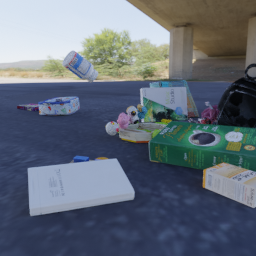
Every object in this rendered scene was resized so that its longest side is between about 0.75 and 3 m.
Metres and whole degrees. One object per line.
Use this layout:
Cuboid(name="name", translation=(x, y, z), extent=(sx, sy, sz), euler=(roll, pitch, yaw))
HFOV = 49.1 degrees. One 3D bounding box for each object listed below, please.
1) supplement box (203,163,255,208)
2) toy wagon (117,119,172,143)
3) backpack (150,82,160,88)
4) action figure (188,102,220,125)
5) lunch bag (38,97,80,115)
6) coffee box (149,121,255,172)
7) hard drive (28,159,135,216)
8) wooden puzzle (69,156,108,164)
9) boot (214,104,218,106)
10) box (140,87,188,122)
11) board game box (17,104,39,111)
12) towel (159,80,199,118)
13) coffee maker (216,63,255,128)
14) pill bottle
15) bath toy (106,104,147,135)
Cuboid(name="supplement box", translation=(2.077, 1.039, 5.322), extent=(0.690, 0.403, 1.095), euler=(-10, 16, -37))
Cuboid(name="toy wagon", translation=(0.761, 0.058, 9.808), extent=(1.757, 0.448, 2.265), euler=(11, 16, 41))
Cuboid(name="backpack", translation=(1.843, -1.646, 15.177), extent=(2.273, 1.711, 2.018), euler=(2, 11, 36))
Cuboid(name="action figure", translation=(3.366, -0.364, 11.641), extent=(1.227, 1.104, 1.648), euler=(45, 36, 4))
Cuboid(name="lunch bag", translation=(-3.649, -1.187, 14.782), extent=(1.794, 0.846, 2.238), euler=(1, 11, 11))
Cuboid(name="coffee box", translation=(2.096, 0.449, 7.089), extent=(2.754, 0.606, 1.693), euler=(6, 24, 26))
Cuboid(name="hard drive", translation=(-0.909, 1.032, 5.214), extent=(1.771, 0.236, 1.168), euler=(-5, 27, -19))
Cuboid(name="wooden puzzle", translation=(-0.927, 0.887, 6.327), extent=(1.152, 0.288, 1.244), euler=(4, 12, 18))
Cuboid(name="boot", translation=(5.355, -0.949, 14.331), extent=(1.317, 0.698, 2.001), euler=(15, 30, 42))
Cuboid(name="box", translation=(1.552, -1.008, 12.012), extent=(2.013, 1.453, 0.366), euler=(-3, -1, -11))
Cuboid(name="board game box", translation=(-5.532, -1.213, 16.311), extent=(1.703, 0.275, 1.022), euler=(8, 10, 35))
Cuboid(name="towel", translation=(2.488, -1.408, 13.575), extent=(1.559, 2.126, 0.231), euler=(-6, -26, -21))
Cuboid(name="coffee maker", translation=(4.161, -1.062, 10.133), extent=(1.750, 2.495, 2.598), euler=(2, 12, 22))
Cuboid(name="pill bottle", translation=(-1.952, -2.513, 11.666), extent=(1.396, 0.783, 0.783), euler=(36, -11, -35))
Cuboid(name="bath toy", translation=(-0.060, -0.267, 9.252), extent=(1.493, 0.649, 0.552), euler=(-31, 20, -26))
